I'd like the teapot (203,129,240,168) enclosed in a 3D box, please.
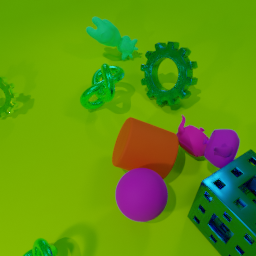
[{"bbox_3d":[1.870,0.388,5.757,0.658,0.836,1.345,21,9,8],"label":"teapot"}]

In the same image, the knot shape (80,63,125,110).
[{"bbox_3d":[-0.773,-1.130,8.010,0.741,1.502,1.605,34,20,-14],"label":"knot shape"}]

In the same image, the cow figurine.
[{"bbox_3d":[-0.478,-3.058,9.660,1.589,0.886,1.615,40,21,6],"label":"cow figurine"}]

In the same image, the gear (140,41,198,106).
[{"bbox_3d":[1.149,-1.571,8.161,0.333,1.801,1.801,-15,44,-45],"label":"gear"}]

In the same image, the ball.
[{"bbox_3d":[0.267,1.311,5.521,1.031,1.031,1.031,0,47,0],"label":"ball"}]

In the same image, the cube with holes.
[{"bbox_3d":[2.266,1.589,5.457,1.395,1.395,1.395,-25,53,-24],"label":"cube with holes"}]

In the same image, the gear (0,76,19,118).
[{"bbox_3d":[-3.708,-0.897,7.991,1.186,1.186,0.219,10,17,9],"label":"gear"}]

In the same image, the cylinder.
[{"bbox_3d":[0.370,0.476,6.370,1.159,1.159,1.159,20,46,-13],"label":"cylinder"}]

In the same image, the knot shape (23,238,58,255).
[{"bbox_3d":[-1.614,2.439,4.977,0.535,1.084,1.159,34,31,-10],"label":"knot shape"}]

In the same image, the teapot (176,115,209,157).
[{"bbox_3d":[1.594,0.242,6.834,0.668,1.364,0.848,-50,26,-5],"label":"teapot"}]
